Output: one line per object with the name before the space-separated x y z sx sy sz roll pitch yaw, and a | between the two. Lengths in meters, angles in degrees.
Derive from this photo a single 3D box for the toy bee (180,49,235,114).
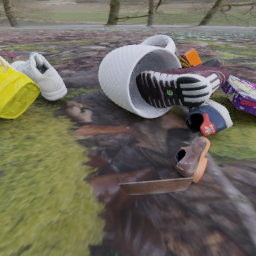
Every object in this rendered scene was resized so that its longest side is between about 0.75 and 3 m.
toy bee | 2.203 -1.271 8.787 1.439 2.199 1.195 -10 -10 -13

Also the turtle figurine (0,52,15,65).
turtle figurine | -4.898 -2.249 10.757 1.927 1.296 2.574 -6 32 -41

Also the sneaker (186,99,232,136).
sneaker | 1.825 -0.348 7.397 0.876 0.777 2.072 -30 17 -1

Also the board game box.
board game box | 3.713 -0.965 8.408 1.671 0.450 2.785 21 25 -6

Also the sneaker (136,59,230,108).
sneaker | 1.568 -1.289 7.844 1.656 1.084 2.866 -29 26 -24

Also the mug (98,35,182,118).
mug | 0.373 -1.798 8.574 2.639 1.949 2.314 -52 38 -7

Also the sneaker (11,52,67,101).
sneaker | -3.133 -1.994 9.402 2.825 1.250 1.063 27 53 32

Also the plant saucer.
plant saucer | 0.396 0.829 3.966 1.060 0.182 1.060 -4 -12 -1

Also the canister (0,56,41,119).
canister | -3.828 -1.575 7.250 2.762 1.195 2.051 41 -4 -5

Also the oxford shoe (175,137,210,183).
oxford shoe | 1.265 0.480 5.546 0.534 0.522 1.465 25 26 7
